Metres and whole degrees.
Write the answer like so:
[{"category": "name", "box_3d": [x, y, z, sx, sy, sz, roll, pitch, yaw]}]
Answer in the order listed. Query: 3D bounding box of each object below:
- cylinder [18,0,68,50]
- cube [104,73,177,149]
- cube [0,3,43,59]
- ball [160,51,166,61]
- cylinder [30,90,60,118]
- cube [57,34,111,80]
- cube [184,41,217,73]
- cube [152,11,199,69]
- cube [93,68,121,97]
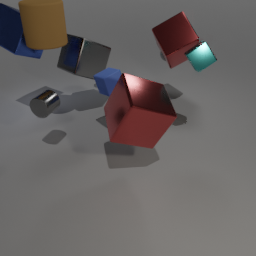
[{"category": "cylinder", "box_3d": [-2.807, -3.504, 9.382, 1.400, 1.400, 1.400, 0, 32, 0]}, {"category": "cube", "box_3d": [0.283, -0.453, 7.909, 1.400, 1.400, 1.400, 11, 43, -26]}, {"category": "cube", "box_3d": [-4.046, -3.613, 10.601, 1.400, 1.400, 1.400, 31, 17, 16]}, {"category": "ball", "box_3d": [1.794, -3.359, 12.623, 0.700, 0.700, 0.700, 0, 31, 0]}, {"category": "cylinder", "box_3d": [-2.640, -0.773, 8.944, 0.700, 0.700, 0.700, 11, 34, 17]}, {"category": "cube", "box_3d": [-1.775, -2.821, 11.260, 1.400, 1.400, 1.400, 6, 16, -46]}, {"category": "cube", "box_3d": [2.296, -2.273, 8.922, 0.700, 0.700, 0.700, -33, 13, 16]}, {"category": "cube", "box_3d": [1.988, -3.558, 11.508, 1.400, 1.400, 1.400, -27, -15, 10]}, {"category": "cube", "box_3d": [-0.637, -1.586, 9.628, 0.700, 0.700, 0.700, -34, 34, -24]}]
